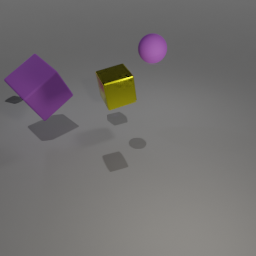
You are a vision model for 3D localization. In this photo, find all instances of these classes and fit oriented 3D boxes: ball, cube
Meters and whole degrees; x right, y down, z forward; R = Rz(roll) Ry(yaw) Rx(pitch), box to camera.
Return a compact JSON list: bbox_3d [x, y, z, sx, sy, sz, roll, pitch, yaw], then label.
[{"bbox_3d":[0.591,-1.919,6.765,0.700,0.700,0.700,0,31,0],"label":"ball"},{"bbox_3d":[-0.270,-0.948,6.426,0.700,0.700,0.700,-19,40,-11],"label":"cube"},{"bbox_3d":[-3.059,-1.402,9.730,1.400,1.400,1.400,-45,61,-11],"label":"cube"}]
